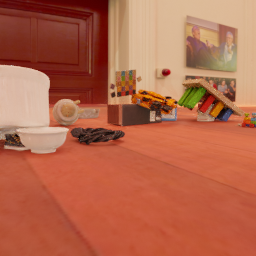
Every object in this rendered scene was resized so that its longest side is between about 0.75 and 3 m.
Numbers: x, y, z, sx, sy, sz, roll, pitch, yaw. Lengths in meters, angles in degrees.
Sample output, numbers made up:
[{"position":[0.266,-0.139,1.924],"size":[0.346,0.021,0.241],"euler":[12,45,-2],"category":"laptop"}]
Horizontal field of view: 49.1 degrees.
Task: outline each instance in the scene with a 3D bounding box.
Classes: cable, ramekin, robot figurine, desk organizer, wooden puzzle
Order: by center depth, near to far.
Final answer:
[{"position":[-3.258,-0.484,6.977],"size":[2.696,1.314,2.696],"euler":[-10,-6,-1],"category":"ramekin"},{"position":[-0.751,0.217,7.675],"size":[1.337,0.416,1.639],"euler":[2,2,-35],"category":"cable"},{"position":[-0.090,-1.842,11.474],"size":[1.765,1.047,0.124],"euler":[-15,22,-41],"category":"wooden puzzle"},{"position":[1.192,-1.145,12.206],"size":[1.968,0.573,1.427],"euler":[21,30,18],"category":"robot figurine"},{"position":[0.345,-0.667,12.807],"size":[2.609,0.936,1.004],"euler":[-6,9,-43],"category":"desk organizer"}]

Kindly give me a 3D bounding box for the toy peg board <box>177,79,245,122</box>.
[{"position":[3.966,-1.158,14.479],"size":[2.722,1.337,2.733],"euler":[36,2,-10],"category":"toy peg board"}]

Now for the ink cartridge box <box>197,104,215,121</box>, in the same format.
[{"position":[3.965,-0.784,14.220],"size":[0.647,0.890,0.644],"euler":[6,6,43],"category":"ink cartridge box"}]

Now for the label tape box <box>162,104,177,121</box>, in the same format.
[{"position":[1.693,-0.951,15.640],"size":[2.006,0.925,2.799],"euler":[1,8,8],"category":"label tape box"}]

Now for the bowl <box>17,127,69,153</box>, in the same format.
[{"position":[-1.880,0.271,6.238],"size":[1.115,0.501,1.115],"euler":[0,6,0],"category":"bowl"}]

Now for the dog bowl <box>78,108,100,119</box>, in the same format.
[{"position":[-2.606,-0.883,16.673],"size":[1.883,0.552,1.883],"euler":[1,6,0],"category":"dog bowl"}]

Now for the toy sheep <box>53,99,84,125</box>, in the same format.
[{"position":[-2.653,-0.679,12.106],"size":[1.249,1.249,1.811],"euler":[-3,-9,-24],"category":"toy sheep"}]

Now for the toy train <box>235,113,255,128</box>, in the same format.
[{"position":[4.819,-0.341,11.451],"size":[0.437,0.597,1.032],"euler":[-4,7,-36],"category":"toy train"}]

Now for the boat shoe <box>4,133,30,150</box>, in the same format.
[{"position":[-2.562,0.314,6.529],"size":[0.789,0.358,0.279],"euler":[2,7,20],"category":"boat shoe"}]
